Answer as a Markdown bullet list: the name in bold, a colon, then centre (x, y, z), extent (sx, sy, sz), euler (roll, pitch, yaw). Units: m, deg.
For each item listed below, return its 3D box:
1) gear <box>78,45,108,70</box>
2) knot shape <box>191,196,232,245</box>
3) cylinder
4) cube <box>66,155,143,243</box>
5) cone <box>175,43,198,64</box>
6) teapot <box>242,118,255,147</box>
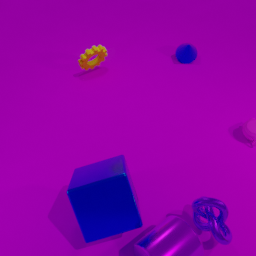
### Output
- **gear**: centre (-1.310, -2.624, 10.494), extent (1.143, 1.143, 0.211), euler (-27, 76, -24)
- **knot shape**: centre (1.759, 1.924, 6.140), extent (0.536, 1.161, 1.086), euler (-29, 8, -15)
- **cylinder**: centre (0.806, 2.474, 5.630), extent (1.018, 1.018, 1.018), euler (-29, 52, -26)
- **cube**: centre (-0.472, 1.461, 6.024), extent (1.217, 1.217, 1.217), euler (-17, 13, 1)
- **cone**: centre (2.362, -3.115, 11.071), extent (0.899, 0.902, 0.899), euler (-1, 83, 5)
- **teapot**: centre (3.761, 0.061, 8.399), extent (0.667, 0.525, 1.073), euler (1, 58, 9)
